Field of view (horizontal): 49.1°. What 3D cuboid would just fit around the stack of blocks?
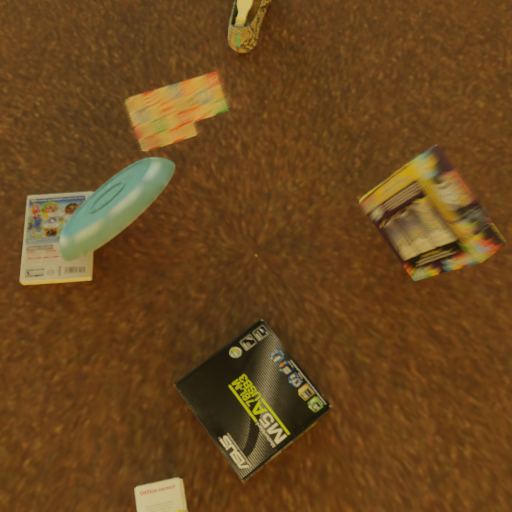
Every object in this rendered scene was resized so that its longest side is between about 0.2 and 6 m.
[{"bbox_3d":[-1.390,-2.589,10.077,1.651,0.484,0.951,-23,108,-17],"label":"stack of blocks"}]

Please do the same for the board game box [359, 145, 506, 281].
[{"bbox_3d":[2.759,-0.593,9.167,0.617,2.177,1.799,-33,88,-14],"label":"board game box"}]

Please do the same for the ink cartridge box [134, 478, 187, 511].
[{"bbox_3d":[-1.433,4.026,8.660,0.732,0.424,0.991,-10,66,-4],"label":"ink cartridge box"}]

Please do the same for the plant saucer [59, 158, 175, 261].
[{"bbox_3d":[-2.460,-0.910,9.580,2.487,2.487,0.341,-47,117,-17],"label":"plant saucer"}]

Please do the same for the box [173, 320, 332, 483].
[{"bbox_3d":[-0.063,2.361,9.325,1.875,0.461,1.941,-34,71,-16],"label":"box"}]

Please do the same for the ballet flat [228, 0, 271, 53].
[{"bbox_3d":[-0.122,-5.678,12.341,0.849,0.942,2.503,8,68,8],"label":"ballet flat"}]

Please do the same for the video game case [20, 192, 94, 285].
[{"bbox_3d":[-3.730,-0.356,10.596,1.289,0.162,1.800,-4,68,-1],"label":"video game case"}]
